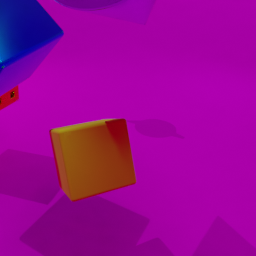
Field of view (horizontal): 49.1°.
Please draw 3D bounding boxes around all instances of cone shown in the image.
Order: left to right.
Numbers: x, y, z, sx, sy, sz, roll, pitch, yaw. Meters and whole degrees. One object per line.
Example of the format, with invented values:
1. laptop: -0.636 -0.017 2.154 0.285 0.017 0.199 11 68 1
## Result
1. cone: 0.008 -1.662 3.369 1.516 1.516 1.522 12 -8 20

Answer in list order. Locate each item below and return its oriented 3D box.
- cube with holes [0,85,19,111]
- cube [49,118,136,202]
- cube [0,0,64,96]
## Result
1. cube with holes: -3.045 -1.038 5.392 1.242 1.242 1.242 17 31 11
2. cube: -0.468 0.344 3.516 0.804 0.804 0.804 -11 5 -23
3. cube: -1.960 -1.240 3.857 1.280 1.280 1.280 -31 15 41
